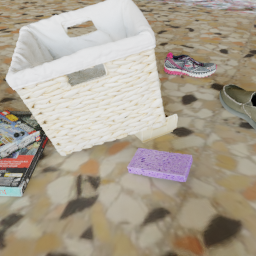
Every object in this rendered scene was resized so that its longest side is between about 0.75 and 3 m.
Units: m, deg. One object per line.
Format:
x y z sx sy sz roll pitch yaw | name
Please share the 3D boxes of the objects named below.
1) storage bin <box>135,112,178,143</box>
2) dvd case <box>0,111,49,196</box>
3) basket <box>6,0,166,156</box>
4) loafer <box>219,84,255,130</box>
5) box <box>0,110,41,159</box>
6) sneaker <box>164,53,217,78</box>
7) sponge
0.520 -0.264 7.257 1.123 0.530 1.131 -20 38 -25 | storage bin
-2.956 0.410 6.458 2.069 0.312 2.835 1 35 1 | dvd case
-0.831 -1.323 6.569 2.819 2.288 2.845 -17 41 1 | basket
3.430 -0.661 7.528 0.948 0.878 2.522 -12 36 -17 | loafer
-2.814 0.098 6.384 1.423 0.284 0.974 27 42 34 | box
2.249 -2.269 10.096 1.879 0.701 0.757 5 34 7 | sneaker
0.675 0.752 5.860 1.232 0.184 0.687 5 35 25 | sponge
